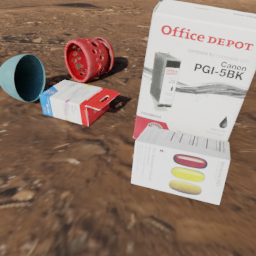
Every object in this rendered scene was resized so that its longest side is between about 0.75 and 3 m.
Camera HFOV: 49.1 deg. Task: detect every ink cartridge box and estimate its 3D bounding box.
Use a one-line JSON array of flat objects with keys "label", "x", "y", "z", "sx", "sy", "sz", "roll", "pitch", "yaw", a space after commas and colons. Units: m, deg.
[{"label": "ink cartridge box", "x": 1.316, "y": -0.941, "z": 5.789, "sx": 2.039, "sy": 2.778, "sz": 1.151, "roll": 13, "pitch": 35, "yaw": 8}, {"label": "ink cartridge box", "x": -1.262, "y": -0.675, "z": 7.552, "sx": 1.891, "sy": 0.636, "sz": 1.098, "roll": 15, "pitch": 37, "yaw": 23}]

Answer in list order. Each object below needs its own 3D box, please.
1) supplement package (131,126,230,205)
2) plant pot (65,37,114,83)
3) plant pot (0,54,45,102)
[{"label": "supplement package", "x": 0.953, "y": 0.623, "z": 5.088, "sx": 1.571, "sy": 0.894, "sz": 0.860, "roll": 10, "pitch": 21, "yaw": 15}, {"label": "plant pot", "x": -1.271, "y": -2.367, "z": 9.579, "sx": 1.283, "sy": 1.409, "sz": 1.409, "roll": -25, "pitch": 39, "yaw": -39}, {"label": "plant pot", "x": -3.123, "y": -1.440, "z": 7.959, "sx": 0.897, "sy": 1.331, "sz": 1.331, "roll": 8, "pitch": 33, "yaw": 19}]
